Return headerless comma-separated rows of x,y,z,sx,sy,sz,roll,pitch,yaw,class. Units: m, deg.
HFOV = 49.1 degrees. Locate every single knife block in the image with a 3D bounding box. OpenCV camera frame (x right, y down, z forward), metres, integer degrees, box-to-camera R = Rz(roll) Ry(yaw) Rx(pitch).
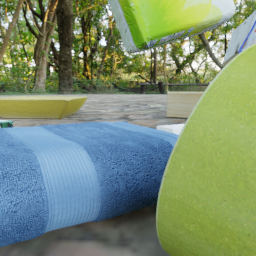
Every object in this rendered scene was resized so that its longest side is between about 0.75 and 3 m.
2.918,-0.727,8.927,2.724,0.872,2.391,-2,7,-23,knife block

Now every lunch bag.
3.308,-1.124,5.072,1.705,2.754,2.341,-2,9,-17,lunch bag

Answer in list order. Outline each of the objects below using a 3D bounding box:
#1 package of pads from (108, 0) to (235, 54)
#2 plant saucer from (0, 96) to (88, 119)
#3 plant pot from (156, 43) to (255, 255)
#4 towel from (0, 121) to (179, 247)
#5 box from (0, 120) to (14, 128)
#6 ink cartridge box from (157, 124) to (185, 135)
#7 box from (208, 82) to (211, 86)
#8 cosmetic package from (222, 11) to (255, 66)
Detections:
0.473,-2.472,4.225,1.800,2.330,0.795,-22,6,-21,package of pads
-3.072,-0.756,9.956,2.798,0.678,2.798,1,8,4,plant saucer
0.945,0.379,1.020,1.159,1.159,1.239,-7,27,-42,plant pot
-0.801,0.371,2.125,2.631,0.638,1.469,-4,9,-32,towel
-3.309,-0.017,6.326,0.875,0.220,1.213,1,9,7,box
0.870,0.106,5.209,0.845,0.284,0.495,-5,9,-31,ink cartridge box
4.512,-1.410,12.337,1.547,1.284,1.270,-4,9,-24,box
4.020,-2.562,8.705,1.302,1.300,1.578,22,-13,-4,cosmetic package
